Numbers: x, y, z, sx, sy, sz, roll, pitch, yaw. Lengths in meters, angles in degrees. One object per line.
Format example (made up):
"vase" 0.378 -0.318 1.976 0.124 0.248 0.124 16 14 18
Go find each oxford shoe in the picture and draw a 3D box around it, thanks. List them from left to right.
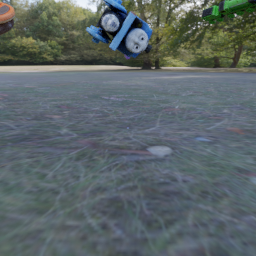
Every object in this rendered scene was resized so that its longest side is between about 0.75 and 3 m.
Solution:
"oxford shoe" -2.982 -1.508 4.774 2.640 0.962 0.941 -3 40 16

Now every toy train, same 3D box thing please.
"toy train" -0.098 -1.979 5.677 1.200 0.911 2.101 29 16 -12
"toy train" 2.661 -3.087 7.202 0.508 0.376 1.802 12 -3 -32

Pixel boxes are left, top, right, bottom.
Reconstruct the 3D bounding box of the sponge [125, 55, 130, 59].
"sponge" -0.068 -2.307 7.544 0.119 0.796 0.444 -12 48 -10
